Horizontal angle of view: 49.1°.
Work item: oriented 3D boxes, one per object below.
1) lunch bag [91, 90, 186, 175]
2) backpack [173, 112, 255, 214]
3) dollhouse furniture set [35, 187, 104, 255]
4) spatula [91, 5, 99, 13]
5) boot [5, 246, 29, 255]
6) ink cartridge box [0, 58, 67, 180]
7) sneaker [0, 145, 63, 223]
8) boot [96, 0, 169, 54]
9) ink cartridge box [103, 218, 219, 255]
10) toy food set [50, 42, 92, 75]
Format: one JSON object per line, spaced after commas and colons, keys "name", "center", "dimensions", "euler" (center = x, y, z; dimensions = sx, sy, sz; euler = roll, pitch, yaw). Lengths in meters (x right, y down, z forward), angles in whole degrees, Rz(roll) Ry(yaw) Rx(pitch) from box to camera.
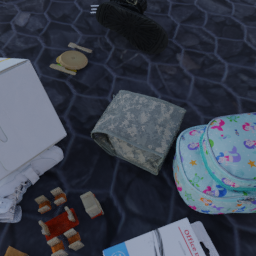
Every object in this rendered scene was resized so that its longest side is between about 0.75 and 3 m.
{"name": "lunch bag", "center": [0.252, 0.007, 7.977], "dimensions": [2.183, 1.283, 1.790], "euler": [24, 58, 11]}
{"name": "backpack", "center": [2.498, 0.893, 7.017], "dimensions": [2.654, 1.998, 2.356], "euler": [-6, 54, 2]}
{"name": "dollhouse furniture set", "center": [-1.375, 2.198, 6.836], "dimensions": [1.454, 0.757, 1.470], "euler": [-27, 56, -7]}
{"name": "spatula", "center": [-1.203, -5.345, 12.569], "dimensions": [0.944, 0.076, 0.656], "euler": [-4, 60, -2]}
{"name": "boot", "center": [-2.987, 3.464, 5.867], "dimensions": [1.868, 0.680, 1.985], "euler": [15, 55, 11]}
{"name": "ink cartridge box", "center": [-3.375, -0.379, 7.006], "dimensions": [2.106, 2.116, 2.912], "euler": [-37, 33, -26]}
{"name": "sneaker", "center": [-2.735, 1.486, 7.149], "dimensions": [2.545, 0.956, 1.462], "euler": [-22, 59, -10]}
{"name": "boot", "center": [0.434, -4.349, 11.196], "dimensions": [3.094, 1.164, 2.313], "euler": [32, 39, -1]}
{"name": "ink cartridge box", "center": [0.883, 2.981, 6.099], "dimensions": [2.538, 0.846, 1.470], "euler": [-17, 56, -12]}
{"name": "toy food set", "center": [-2.064, -2.481, 10.403], "dimensions": [1.129, 0.328, 1.635], "euler": [21, 51, 6]}
